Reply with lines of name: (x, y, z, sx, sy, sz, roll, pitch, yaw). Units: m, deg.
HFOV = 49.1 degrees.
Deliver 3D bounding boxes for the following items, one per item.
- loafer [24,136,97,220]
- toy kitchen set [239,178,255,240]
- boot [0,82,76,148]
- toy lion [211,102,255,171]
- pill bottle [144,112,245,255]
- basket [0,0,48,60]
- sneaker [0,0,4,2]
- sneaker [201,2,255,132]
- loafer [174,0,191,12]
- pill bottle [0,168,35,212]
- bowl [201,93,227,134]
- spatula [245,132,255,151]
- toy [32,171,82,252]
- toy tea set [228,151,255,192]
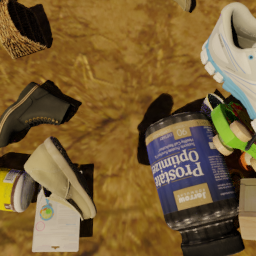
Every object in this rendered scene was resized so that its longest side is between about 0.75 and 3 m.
loafer: (-1.057, 0.919, 4.554, 0.637, 1.866, 0.706, -26, 39, -7)
toy kitchen set: (4.024, 2.251, 5.998, 2.687, 2.978, 2.430, -6, 24, 26)
boot: (-2.397, -0.159, 7.242, 1.353, 0.758, 1.956, 26, 73, 4)
toy lion: (2.693, 0.020, 6.562, 2.000, 0.687, 1.917, 26, 36, -25)
pill bottle: (1.449, 1.256, 6.206, 1.637, 1.637, 2.927, -12, 70, -4)
basket: (-3.143, -2.966, 8.039, 1.123, 1.076, 1.507, -20, 72, -6)
sneaker: (-4.910, -3.503, 8.395, 0.989, 0.893, 2.415, 40, 64, 15)
sneaker: (1.955, -0.612, 3.629, 0.985, 1.139, 2.629, -35, 68, -9)
loafer: (1.654, -4.095, 8.807, 0.409, 0.461, 1.213, -11, 60, -3)
pill bottle: (-3.159, 1.382, 6.530, 1.730, 0.945, 0.945, 7, 70, 3)
bowl: (2.261, -0.238, 7.202, 1.244, 0.584, 1.244, 28, 38, -25)
spatula: (2.582, 0.082, 5.644, 0.103, 0.284, 1.004, 48, 64, -27)
toy: (-1.605, 1.933, 6.614, 1.029, 0.422, 1.788, -1, 72, 2)
toy tea set: (3.321, 1.277, 6.696, 1.900, 0.703, 1.130, 33, 73, 11)
